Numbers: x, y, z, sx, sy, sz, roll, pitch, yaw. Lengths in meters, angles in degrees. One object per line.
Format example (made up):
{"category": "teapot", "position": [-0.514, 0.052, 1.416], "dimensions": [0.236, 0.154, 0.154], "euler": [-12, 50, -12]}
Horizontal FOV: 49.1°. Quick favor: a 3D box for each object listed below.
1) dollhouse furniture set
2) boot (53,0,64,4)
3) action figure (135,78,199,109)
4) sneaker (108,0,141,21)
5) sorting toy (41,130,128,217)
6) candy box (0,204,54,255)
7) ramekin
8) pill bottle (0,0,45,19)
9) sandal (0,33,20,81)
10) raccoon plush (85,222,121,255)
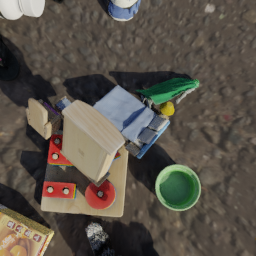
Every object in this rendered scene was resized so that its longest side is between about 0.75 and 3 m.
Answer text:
{"category": "dollhouse furniture set", "position": [-0.451, -0.578, 6.894], "dimensions": [2.744, 1.896, 2.906], "euler": [40, 57, 10]}
{"category": "boot", "position": [-2.524, -5.007, 8.991], "dimensions": [1.809, 0.594, 1.491], "euler": [29, 89, 11]}
{"category": "action figure", "position": [1.275, -1.056, 7.968], "dimensions": [1.853, 0.507, 1.094], "euler": [-20, 38, -19]}
{"category": "sneaker", "position": [0.282, -4.837, 8.421], "dimensions": [1.159, 1.657, 2.870], "euler": [23, 77, 5]}
{"category": "sorting toy", "position": [-1.131, 1.138, 7.379], "dimensions": [2.165, 0.758, 2.179], "euler": [4, 75, 1]}
{"category": "candy box", "position": [-3.580, 2.765, 6.939], "dimensions": [2.937, 0.812, 1.695], "euler": [24, 78, 5]}
{"category": "ramekin", "position": [1.269, 1.569, 7.375], "dimensions": [1.158, 0.566, 1.158], "euler": [0, 76, 0]}
{"category": "pill bottle", "position": [-3.958, -4.078, 8.321], "dimensions": [2.672, 1.487, 1.487], "euler": [9, 76, 2]}
{"category": "sandal", "position": [-4.044, -2.402, 8.370], "dimensions": [0.888, 0.565, 2.362], "euler": [-30, 78, -7]}
{"category": "raccoon plush", "position": [0.384, 3.316, 6.614], "dimensions": [1.945, 1.405, 2.903], "euler": [-21, 76, -13]}
